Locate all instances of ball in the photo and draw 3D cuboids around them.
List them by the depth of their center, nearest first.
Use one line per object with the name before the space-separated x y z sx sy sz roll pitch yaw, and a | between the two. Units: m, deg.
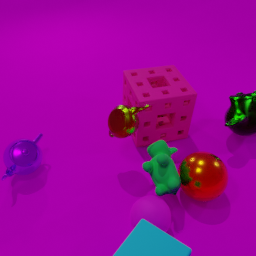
ball | 0.419 1.660 5.233 0.772 0.772 0.772 0 42 0
ball | 1.537 0.994 5.794 1.023 1.023 1.023 0 42 0

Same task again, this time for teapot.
teapot | -0.036 -0.148 5.897 0.559 1.141 0.710 7 49 -49
teapot | -2.308 0.632 6.135 0.831 0.654 1.337 39 60 -9

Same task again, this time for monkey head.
monkey head | 3.046 -0.356 6.838 1.780 1.072 1.280 5 -11 -41

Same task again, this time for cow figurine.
cow figurine | 0.755 0.821 5.810 0.646 1.158 1.177 -31 72 20

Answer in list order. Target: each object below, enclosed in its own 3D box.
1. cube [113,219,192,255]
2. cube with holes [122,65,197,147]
cube | 0.303 2.026 4.012 0.835 0.835 0.835 25 45 27
cube with holes | 0.714 -0.596 7.207 1.399 1.399 1.399 -9 42 -13
